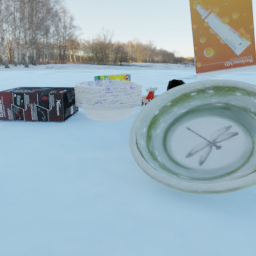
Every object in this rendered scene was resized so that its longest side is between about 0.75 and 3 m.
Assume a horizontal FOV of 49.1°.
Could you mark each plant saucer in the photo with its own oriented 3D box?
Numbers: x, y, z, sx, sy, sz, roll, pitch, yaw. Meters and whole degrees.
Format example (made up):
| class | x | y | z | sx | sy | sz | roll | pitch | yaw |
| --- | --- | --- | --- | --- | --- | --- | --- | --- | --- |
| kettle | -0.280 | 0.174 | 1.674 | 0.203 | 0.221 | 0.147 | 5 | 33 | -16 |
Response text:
| class | x | y | z | sx | sy | sz | roll | pitch | yaw |
| --- | --- | --- | --- | --- | --- | --- | --- | --- | --- |
| plant saucer | 1.439 | 0.159 | 5.133 | 2.811 | 0.706 | 2.811 | -11 | 40 | 9 |

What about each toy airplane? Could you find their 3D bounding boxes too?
| class | x | y | z | sx | sy | sz | roll | pitch | yaw |
| --- | --- | --- | --- | --- | --- | --- | --- | --- | --- |
| toy airplane | 0.954 | -1.155 | 11.487 | 1.083 | 0.768 | 1.088 | -35 | 36 | -7 |

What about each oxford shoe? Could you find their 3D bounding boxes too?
| class | x | y | z | sx | sy | sz | roll | pitch | yaw |
| --- | --- | --- | --- | --- | --- | --- | --- | --- | --- |
| oxford shoe | 1.880 | -1.360 | 10.257 | 0.977 | 1.135 | 2.690 | -5 | 27 | 11 |

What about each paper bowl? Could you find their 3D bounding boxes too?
| class | x | y | z | sx | sy | sz | roll | pitch | yaw |
| --- | --- | --- | --- | --- | --- | --- | --- | --- | --- |
| paper bowl | -0.670 | -0.978 | 9.833 | 2.332 | 1.213 | 2.332 | 0 | 14 | 0 |

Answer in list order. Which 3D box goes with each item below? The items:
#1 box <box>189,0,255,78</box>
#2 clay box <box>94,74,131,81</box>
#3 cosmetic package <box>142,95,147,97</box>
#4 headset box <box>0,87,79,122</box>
| class | x | y | z | sx | sy | sz | roll | pitch | yaw |
| --- | --- | --- | --- | --- | --- | --- | --- | --- | --- |
| box | 2.233 | -2.383 | 6.619 | 1.335 | 2.146 | 1.046 | -5 | 3 | 22 |
| clay box | -0.762 | -2.114 | 14.334 | 2.106 | 1.210 | 0.501 | -14 | 20 | -42 |
| cosmetic package | 0.754 | -1.374 | 13.261 | 0.850 | 0.311 | 0.440 | -11 | 18 | -39 |
| headset box | -3.294 | -0.908 | 10.008 | 2.636 | 0.989 | 1.959 | 1 | 14 | 5 |
